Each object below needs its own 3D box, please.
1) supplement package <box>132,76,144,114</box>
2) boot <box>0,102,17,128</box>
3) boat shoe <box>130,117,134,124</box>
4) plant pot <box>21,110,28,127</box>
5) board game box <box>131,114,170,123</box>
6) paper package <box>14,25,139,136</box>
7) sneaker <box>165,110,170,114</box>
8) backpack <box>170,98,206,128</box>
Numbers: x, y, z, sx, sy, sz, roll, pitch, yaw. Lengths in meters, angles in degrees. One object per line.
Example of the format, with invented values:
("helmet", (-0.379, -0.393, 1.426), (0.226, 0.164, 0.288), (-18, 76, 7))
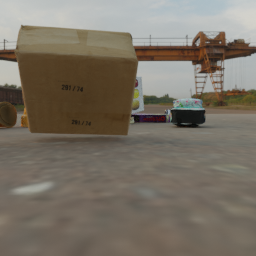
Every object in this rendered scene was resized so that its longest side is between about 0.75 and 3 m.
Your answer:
("supplement package", (-0.567, -1.364, 11.972), (1.605, 1.667, 2.931), (-1, 9, 23))
("boot", (-4.474, -0.346, 8.303), (1.639, 0.781, 2.118), (-4, 0, 12))
("boat shoe", (-0.140, -0.320, 11.354), (0.919, 0.299, 0.332), (-3, 4, -38))
("plant pot", (-2.892, -0.675, 9.435), (1.352, 1.237, 1.352), (0, 3, 0))
("board game box", (0.578, -0.491, 13.452), (2.978, 0.481, 1.787), (1, 8, 21))
("paper package", (-0.850, -0.759, 4.888), (1.836, 1.750, 0.950), (0, 42, -9))
("sneaker", (2.475, -0.690, 14.767), (0.971, 0.627, 1.790), (3, 7, 18))
("backpack", (1.985, -0.484, 9.283), (1.160, 0.984, 1.307), (2, -2, 15))
